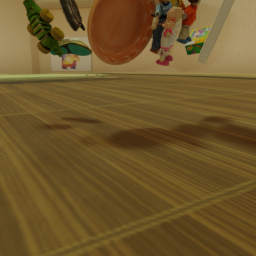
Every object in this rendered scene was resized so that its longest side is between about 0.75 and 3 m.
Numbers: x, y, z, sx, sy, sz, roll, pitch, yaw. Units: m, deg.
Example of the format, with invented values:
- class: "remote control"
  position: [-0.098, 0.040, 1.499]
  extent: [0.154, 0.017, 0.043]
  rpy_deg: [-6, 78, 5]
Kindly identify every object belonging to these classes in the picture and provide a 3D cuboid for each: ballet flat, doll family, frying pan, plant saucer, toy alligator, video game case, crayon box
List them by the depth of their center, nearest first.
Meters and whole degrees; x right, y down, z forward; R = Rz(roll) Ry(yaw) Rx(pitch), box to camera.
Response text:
- class: "video game case"
  position: [2.696, -3.237, 7.907]
  extent: [0.275, 2.406, 2.190]
  rpy_deg: [24, 35, 10]
- class: "plant saucer"
  position: [-0.191, -2.987, 8.014]
  extent: [2.362, 2.362, 0.442]
  rpy_deg: [-11, 39, -39]
- class: "frying pan"
  position: [-1.482, -3.115, 8.076]
  extent: [0.301, 1.120, 1.851]
  rpy_deg: [-15, -26, 12]
- class: "doll family"
  position: [1.158, -3.258, 8.237]
  extent: [1.344, 1.851, 2.982]
  rpy_deg: [21, 42, 16]
- class: "toy alligator"
  position: [-2.960, -3.492, 9.100]
  extent: [0.918, 2.769, 0.665]
  rpy_deg: [-35, -7, 26]
- class: "ballet flat"
  position: [-2.039, -2.947, 10.044]
  extent: [1.798, 0.636, 0.636]
  rpy_deg: [6, 15, 24]
- class: "crayon box"
  position: [2.640, -3.200, 10.169]
  extent: [0.807, 0.396, 1.359]
  rpy_deg: [-3, 40, 31]
